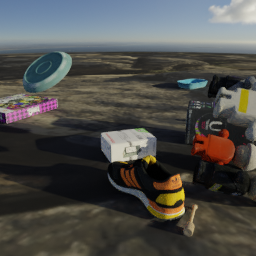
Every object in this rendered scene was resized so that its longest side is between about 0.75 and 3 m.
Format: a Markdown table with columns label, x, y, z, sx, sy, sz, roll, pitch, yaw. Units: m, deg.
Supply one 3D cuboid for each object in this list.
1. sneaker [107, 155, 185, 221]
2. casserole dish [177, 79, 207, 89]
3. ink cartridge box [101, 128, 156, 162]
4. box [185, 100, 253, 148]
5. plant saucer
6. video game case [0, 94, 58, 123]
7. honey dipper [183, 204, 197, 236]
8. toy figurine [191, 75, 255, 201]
| label | x | y | z | sx | sy | sz | roll | pitch | yaw |
| --- | --- | --- | --- | --- | --- | --- | --- | --- | --- |
| sneaker | 0.321 | 0.921 | 5.741 | 0.774 | 0.996 | 2.213 | -13 | 23 | -32 |
| casserole dish | 3.934 | -2.692 | 17.110 | 2.059 | 0.399 | 1.247 | -16 | 25 | -37 |
| ink cartridge box | -0.008 | 0.454 | 7.767 | 1.314 | 0.552 | 0.956 | -7 | 20 | -19 |
| box | 2.750 | -0.120 | 8.461 | 1.921 | 1.174 | 1.019 | 4 | 21 | 15 |
| plant saucer | -3.290 | -2.319 | 11.142 | 2.248 | 0.308 | 2.248 | -14 | 48 | 16 |
| video game case | -4.774 | -0.898 | 11.800 | 2.409 | 0.476 | 2.658 | 11 | 22 | 29 |
| honey dipper | 1.141 | 1.621 | 5.045 | 0.165 | 0.165 | 0.871 | 7 | 18 | 18 |
| toy figurine | 2.426 | 0.149 | 5.923 | 1.684 | 2.382 | 2.420 | 14 | 19 | 7 |
